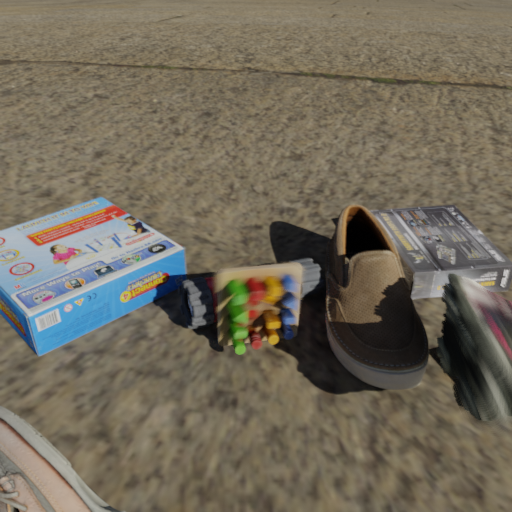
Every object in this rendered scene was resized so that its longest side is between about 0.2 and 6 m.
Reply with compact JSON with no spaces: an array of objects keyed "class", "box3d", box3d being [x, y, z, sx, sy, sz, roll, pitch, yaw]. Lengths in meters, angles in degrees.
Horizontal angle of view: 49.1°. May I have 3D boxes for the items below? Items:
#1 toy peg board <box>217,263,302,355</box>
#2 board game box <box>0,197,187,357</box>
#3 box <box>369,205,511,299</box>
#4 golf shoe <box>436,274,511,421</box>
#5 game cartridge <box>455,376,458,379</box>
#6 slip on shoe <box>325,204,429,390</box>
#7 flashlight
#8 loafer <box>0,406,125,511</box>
[{"class":"toy peg board","box3d":[0.093,0.764,7.526,1.144,1.149,0.562,-4,26,-13]},{"class":"board game box","box3d":[-2.919,0.147,9.011,2.612,0.730,2.557,-26,40,-35]},{"class":"box","box3d":[3.063,-0.131,9.650,1.721,0.525,2.173,-5,32,-8]},{"class":"golf shoe","box3d":[2.843,1.023,6.476,1.301,1.141,2.955,3,16,8]},{"class":"game cartridge","box3d":[3.133,1.447,7.435,1.075,0.220,0.716,-10,37,-16]},{"class":"slip on shoe","box3d":[1.688,0.426,8.240,1.331,1.061,3.502,2,32,3]},{"class":"flashlight","box3d":[-0.035,0.527,8.445,2.190,0.744,0.741,-10,73,-20]},{"class":"loafer","box3d":[-1.895,2.455,5.027,3.154,1.134,0.992,25,46,30]}]
